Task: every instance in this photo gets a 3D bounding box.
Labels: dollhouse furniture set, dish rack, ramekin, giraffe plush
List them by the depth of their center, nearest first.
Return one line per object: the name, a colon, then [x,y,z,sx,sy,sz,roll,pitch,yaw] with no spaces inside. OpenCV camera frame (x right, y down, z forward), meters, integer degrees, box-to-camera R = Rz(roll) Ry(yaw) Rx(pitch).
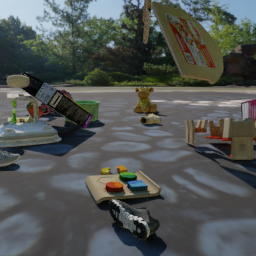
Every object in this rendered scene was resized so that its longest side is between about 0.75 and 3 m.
dollhouse furniture set: [2.444,0.242,6.935,1.778,0.916,1.759,0,-1,-1]
dish rack: [-2.993,0.090,8.253,1.733,0.440,2.019,-6,11,-25]
ramekin: [-1.939,-0.711,11.627,1.538,0.751,1.538,0,10,0]
giraffe plush: [0.866,-1.508,14.596,1.319,1.240,1.529,-2,11,-9]

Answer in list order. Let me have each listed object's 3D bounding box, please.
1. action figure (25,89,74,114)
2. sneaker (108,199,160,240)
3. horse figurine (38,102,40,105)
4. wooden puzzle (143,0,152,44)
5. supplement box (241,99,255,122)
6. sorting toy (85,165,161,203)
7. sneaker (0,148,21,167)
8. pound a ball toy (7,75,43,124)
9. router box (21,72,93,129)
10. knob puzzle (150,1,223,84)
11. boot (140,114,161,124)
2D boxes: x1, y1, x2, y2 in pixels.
action figure: [-3.798,-1.080,13.697,1.529,1.700,2.283,-36,10,29]
sneaker: [0.074,1.075,3.405,0.355,0.261,0.786,-5,15,-38]
horse figurine: [-4.198,-1.141,14.743,1.146,0.432,1.730,15,10,35]
wooden puzzle: [0.690,-3.893,9.868,0.255,1.269,1.372,1,54,-1]
supplement box: [4.739,-0.550,9.413,1.123,0.871,2.035,0,-1,1]
sorting toy: [-0.183,0.856,4.720,1.022,0.184,1.372,-4,11,-20]
sneaker: [-2.695,0.558,5.758,0.959,0.393,0.358,0,10,3]
pound a ball toy: [-3.751,-0.979,10.162,1.181,1.813,2.780,-2,10,-24]
router box: [-2.589,-0.983,9.789,2.424,0.619,1.808,28,-7,41]
knob puzzle: [1.869,-2.353,8.128,2.883,2.883,0.400,-10,-18,-44]
boot: [0.746,-0.340,10.852,0.709,0.332,0.912,-6,15,-28]
